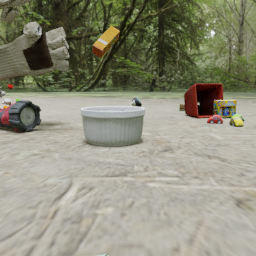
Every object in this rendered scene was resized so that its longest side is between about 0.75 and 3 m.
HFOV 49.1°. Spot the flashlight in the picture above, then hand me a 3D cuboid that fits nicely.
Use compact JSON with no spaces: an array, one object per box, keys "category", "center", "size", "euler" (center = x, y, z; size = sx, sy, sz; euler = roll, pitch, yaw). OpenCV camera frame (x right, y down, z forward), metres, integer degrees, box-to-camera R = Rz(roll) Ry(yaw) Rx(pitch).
[{"category":"flashlight","center":[-3.670,-0.429,8.197],"size":[2.566,0.872,0.869],"euler":[7,15,34]}]

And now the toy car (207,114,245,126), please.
[{"category":"toy car","center":[3.415,-0.288,9.207],"size":[1.202,0.285,1.278],"euler":[-7,12,-38]}]

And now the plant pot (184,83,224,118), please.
[{"category":"plant pot","center":[2.948,-1.043,11.262],"size":[1.298,1.299,1.145],"euler":[-4,-1,-23]}]

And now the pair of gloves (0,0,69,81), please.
[{"category":"pair of gloves","center":[-2.794,-2.692,7.077],"size":[2.463,2.897,0.508],"euler":[-4,23,12]}]

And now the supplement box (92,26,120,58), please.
[{"category":"supplement box","center":[-0.841,-3.359,10.894],"size":[0.465,1.351,0.450],"euler":[29,-29,5]}]

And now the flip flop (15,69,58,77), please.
[{"category":"flip flop","center":[-3.505,-2.024,8.580],"size":[2.900,0.835,1.176],"euler":[-5,11,11]}]

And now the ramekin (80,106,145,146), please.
[{"category":"ramekin","center":[-0.332,-0.071,6.294],"size":[1.445,0.759,1.445],"euler":[0,8,0]}]

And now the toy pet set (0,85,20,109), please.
[{"category":"toy pet set","center":[-5.816,-1.010,12.439],"size":[1.780,1.012,1.906],"euler":[-5,42,-38]}]

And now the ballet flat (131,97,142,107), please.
[{"category":"ballet flat","center":[0.456,-1.410,15.978],"size":[0.554,0.554,1.517],"euler":[-1,15,-4]}]

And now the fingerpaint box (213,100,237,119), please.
[{"category":"fingerpaint box","center":[3.693,-0.716,10.660],"size":[0.825,0.688,0.303],"euler":[-2,9,-16]}]

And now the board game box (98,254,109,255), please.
[{"category":"board game box","center":[-0.575,0.998,1.343],"size":[1.178,0.172,0.793],"euler":[-3,9,-17]}]

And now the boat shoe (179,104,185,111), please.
[{"category":"boat shoe","center":[2.991,-0.982,13.408],"size":[1.067,0.363,0.384],"euler":[1,9,9]}]

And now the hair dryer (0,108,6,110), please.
[{"category":"hair dryer","center":[-4.880,-0.723,10.770],"size":[1.865,0.665,2.449],"euler":[-1,9,-12]}]
